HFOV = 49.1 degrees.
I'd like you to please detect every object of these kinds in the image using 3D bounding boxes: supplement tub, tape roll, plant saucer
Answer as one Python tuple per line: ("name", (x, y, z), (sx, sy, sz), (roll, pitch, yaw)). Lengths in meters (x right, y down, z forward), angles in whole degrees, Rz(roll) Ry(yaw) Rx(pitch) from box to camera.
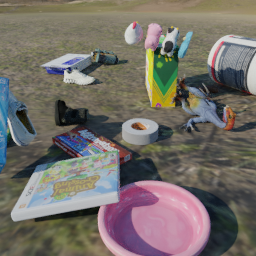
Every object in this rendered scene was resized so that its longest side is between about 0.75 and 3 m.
("supplement tub", (4.698, -2.372, 10.692), (1.995, 1.995, 2.843), (-16, 31, -29))
("tape roll", (0.338, 0.086, 7.738), (0.996, 0.329, 0.996), (1, 28, 0))
("plant saucer", (0.416, 1.593, 4.650), (1.806, 0.458, 1.806), (-1, 26, 0))

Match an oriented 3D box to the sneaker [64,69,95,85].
("sneaker", (-2.091, -2.170, 11.910), (1.406, 0.570, 0.528), (8, 27, 12))

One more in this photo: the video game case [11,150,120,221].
("video game case", (-1.084, 1.032, 5.468), (1.869, 0.206, 1.702), (-11, 21, 2))

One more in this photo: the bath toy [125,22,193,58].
("bath toy", (0.876, -2.744, 8.346), (1.955, 0.722, 0.850), (15, 62, 4))

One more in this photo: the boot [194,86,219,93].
("boot", (2.938, -1.468, 10.827), (0.867, 0.279, 0.808), (-8, 15, -22))

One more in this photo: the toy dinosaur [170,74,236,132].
("toy dinosaur", (2.413, -0.729, 8.591), (2.237, 1.294, 2.465), (38, 33, 27))

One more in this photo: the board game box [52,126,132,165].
("board game box", (-0.955, 0.495, 7.093), (1.036, 0.196, 2.013), (-22, 34, -38))

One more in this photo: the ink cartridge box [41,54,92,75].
("ink cartridge box", (-2.951, -3.085, 13.721), (1.397, 0.551, 2.809), (8, 27, 15))

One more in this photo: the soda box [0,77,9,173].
("soda box", (-2.949, -0.103, 5.935), (0.660, 0.698, 2.057), (7, 60, -32))

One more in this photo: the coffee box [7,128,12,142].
("coffee box", (-3.475, 0.271, 7.527), (0.528, 0.189, 0.859), (-1, 27, -2))

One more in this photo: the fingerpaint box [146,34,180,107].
("fingerpaint box", (1.201, -2.168, 10.252), (0.903, 2.054, 2.463), (-1, 27, -1))

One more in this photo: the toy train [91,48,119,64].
("toy train", (-1.187, -3.715, 14.757), (1.476, 0.629, 0.841), (1, 36, -33))

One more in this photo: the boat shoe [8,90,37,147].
("boat shoe", (-2.683, -0.381, 6.837), (0.584, 0.575, 1.647), (5, 54, -60))

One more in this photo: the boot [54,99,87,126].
("boot", (-1.753, -0.514, 8.708), (0.956, 0.481, 1.278), (-10, 39, -5))
